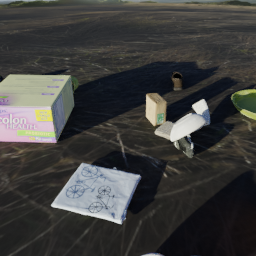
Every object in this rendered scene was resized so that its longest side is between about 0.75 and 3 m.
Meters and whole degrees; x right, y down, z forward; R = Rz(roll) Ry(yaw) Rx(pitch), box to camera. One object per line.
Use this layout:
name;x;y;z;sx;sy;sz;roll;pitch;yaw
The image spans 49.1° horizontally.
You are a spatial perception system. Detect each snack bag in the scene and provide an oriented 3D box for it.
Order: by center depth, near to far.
snack bag;-0.731;1.627;7.341;1.908;0.204;1.799;8;31;15

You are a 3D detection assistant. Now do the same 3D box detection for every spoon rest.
spoon rest;2.324;-0.198;9.716;1.376;0.840;2.770;-33;4;36

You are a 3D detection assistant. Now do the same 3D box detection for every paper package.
paper package;1.063;-0.713;10.661;0.502;0.971;0.925;-9;30;-15

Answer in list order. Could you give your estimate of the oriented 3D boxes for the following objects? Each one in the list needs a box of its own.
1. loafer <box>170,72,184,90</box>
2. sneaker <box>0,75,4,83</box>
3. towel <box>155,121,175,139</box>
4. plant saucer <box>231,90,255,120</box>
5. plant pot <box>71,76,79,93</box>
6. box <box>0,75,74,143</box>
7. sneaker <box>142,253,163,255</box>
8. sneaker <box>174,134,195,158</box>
loafer;2.520;-2.500;14.097;0.684;0.669;1.874;1;30;1
sneaker;-6.318;-1.918;13.286;0.712;0.598;1.815;-24;36;-3
towel;1.475;0.074;10.100;0.683;0.178;1.031;22;36;31
plant saucer;5.653;-0.885;11.528;2.730;0.424;2.730;1;29;0
plant pot;-2.799;-2.036;13.108;1.042;1.042;0.958;7;20;11
box;-3.582;-0.823;10.376;2.542;1.397;2.890;1;30;2
sneaker;0.735;2.731;4.904;1.853;0.694;0.923;-1;30;-1
sneaker;1.781;0.569;8.993;0.602;0.442;1.331;-1;26;4
